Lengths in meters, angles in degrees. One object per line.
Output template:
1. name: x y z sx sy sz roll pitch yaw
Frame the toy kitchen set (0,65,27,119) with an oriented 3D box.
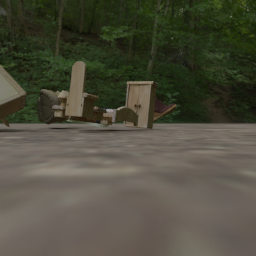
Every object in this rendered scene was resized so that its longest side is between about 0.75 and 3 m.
1. toy kitchen set: -3.570 -0.291 5.394 1.920 2.124 2.354 -36 -13 -42

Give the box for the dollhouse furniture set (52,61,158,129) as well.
1. dollhouse furniture set: -0.489 -0.614 5.581 1.201 1.026 2.317 5 -2 32

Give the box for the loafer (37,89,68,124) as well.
1. loafer: -1.990 -0.596 7.738 0.833 0.939 2.470 -9 7 -24

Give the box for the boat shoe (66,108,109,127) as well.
1. boat shoe: -1.681 -0.567 10.115 2.170 0.734 0.779 10 19 15

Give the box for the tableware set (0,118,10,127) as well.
1. tableware set: -3.224 -0.390 6.942 0.836 0.699 0.097 23 50 39

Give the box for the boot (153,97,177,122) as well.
1. boot: 1.147 -0.909 10.587 1.209 1.005 0.437 -30 -11 31
